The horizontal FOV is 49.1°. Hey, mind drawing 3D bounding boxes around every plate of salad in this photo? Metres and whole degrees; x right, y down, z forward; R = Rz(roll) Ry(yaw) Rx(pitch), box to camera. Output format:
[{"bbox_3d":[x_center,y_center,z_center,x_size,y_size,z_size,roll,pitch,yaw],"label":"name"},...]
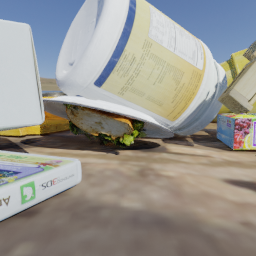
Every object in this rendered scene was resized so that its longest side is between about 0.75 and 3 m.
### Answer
[{"bbox_3d":[-0.385,-0.011,4.296,2.170,0.521,2.170,11,-7,1],"label":"plate of salad"}]

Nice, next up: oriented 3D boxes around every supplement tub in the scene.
[{"bbox_3d":[0.289,-1.042,5.073,2.680,1.935,1.935,23,-6,-30],"label":"supplement tub"}]

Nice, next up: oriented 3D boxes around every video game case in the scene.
[{"bbox_3d":[-1.888,0.448,2.051,2.315,0.255,2.108,2,7,25],"label":"video game case"}]

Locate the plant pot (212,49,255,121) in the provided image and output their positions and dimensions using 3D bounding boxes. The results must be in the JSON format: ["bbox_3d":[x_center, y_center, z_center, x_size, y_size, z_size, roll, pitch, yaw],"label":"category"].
[{"bbox_3d":[3.034,-1.105,8.505,2.045,2.173,2.173,-13,1,20],"label":"plant pot"}]

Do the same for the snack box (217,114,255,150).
[{"bbox_3d":[2.361,0.031,4.571,1.550,0.524,1.307,2,6,6],"label":"snack box"}]

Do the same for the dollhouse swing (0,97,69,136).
[{"bbox_3d":[-2.456,-0.992,6.724,2.142,2.072,2.357,2,5,23],"label":"dollhouse swing"}]

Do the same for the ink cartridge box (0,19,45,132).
[{"bbox_3d":[-2.652,-0.382,3.319,2.775,1.149,2.022,-6,2,43],"label":"ink cartridge box"}]

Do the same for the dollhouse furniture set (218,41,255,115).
[{"bbox_3d":[2.542,-0.877,4.582,1.277,2.297,2.031,39,0,3],"label":"dollhouse furniture set"}]

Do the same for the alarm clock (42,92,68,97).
[{"bbox_3d":[-2.255,-0.765,9.612,2.019,0.996,2.993,-5,10,-37],"label":"alarm clock"}]
